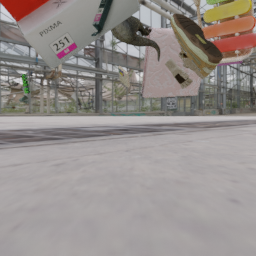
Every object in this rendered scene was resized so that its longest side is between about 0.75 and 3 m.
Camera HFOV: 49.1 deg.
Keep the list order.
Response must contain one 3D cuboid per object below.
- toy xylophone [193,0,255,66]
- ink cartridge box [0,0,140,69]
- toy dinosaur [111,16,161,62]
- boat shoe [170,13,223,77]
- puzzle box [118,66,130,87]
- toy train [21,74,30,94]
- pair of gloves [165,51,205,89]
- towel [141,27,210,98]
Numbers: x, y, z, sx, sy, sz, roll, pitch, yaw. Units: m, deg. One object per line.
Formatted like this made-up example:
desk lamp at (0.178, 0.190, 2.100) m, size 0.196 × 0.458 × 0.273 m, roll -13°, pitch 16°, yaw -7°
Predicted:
toy xylophone at (2.447, -2.907, 7.330) m, size 0.661 × 2.631 × 1.926 m, roll -14°, pitch 5°, yaw -38°
ink cartridge box at (-0.947, -2.228, 4.734) m, size 2.130 × 0.464 × 1.848 m, roll -34°, pitch -27°, yaw -1°
toy dinosaur at (-0.175, -2.949, 7.591) m, size 1.127 × 2.928 × 1.497 m, roll -13°, pitch 19°, yaw 40°
boat shoe at (1.556, -2.100, 7.107) m, size 0.711 × 1.983 × 0.755 m, roll -6°, pitch -36°, yaw -25°
puzzle box at (-0.155, -1.998, 10.954) m, size 0.101 × 0.529 × 0.795 m, roll -37°, pitch -28°, yaw -17°
toy train at (-4.009, -1.721, 10.926) m, size 0.224 × 0.795 × 0.166 m, roll -4°, pitch 13°, yaw 23°
pair of gloves at (1.820, -1.858, 8.846) m, size 0.230 × 1.118 × 1.315 m, roll -46°, pitch 12°, yaw -28°
towel at (1.759, -2.384, 10.530) m, size 2.607 × 2.490 × 0.420 m, roll -5°, pitch 25°, yaw -26°
